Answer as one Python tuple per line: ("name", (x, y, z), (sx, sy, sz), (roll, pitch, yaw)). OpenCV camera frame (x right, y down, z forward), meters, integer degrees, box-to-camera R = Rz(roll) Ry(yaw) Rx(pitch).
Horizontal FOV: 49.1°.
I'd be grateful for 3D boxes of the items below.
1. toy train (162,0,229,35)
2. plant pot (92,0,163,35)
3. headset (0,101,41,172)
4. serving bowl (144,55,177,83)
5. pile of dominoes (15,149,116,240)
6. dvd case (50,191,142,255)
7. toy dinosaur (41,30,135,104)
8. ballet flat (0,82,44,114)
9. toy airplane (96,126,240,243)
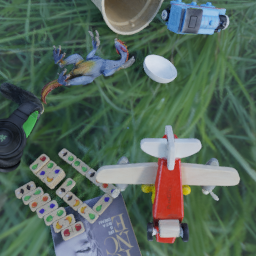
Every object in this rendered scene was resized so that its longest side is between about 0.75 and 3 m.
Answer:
("toy train", (2.279, -3.607, 9.287), (2.294, 0.994, 1.311), (-4, 34, -22))
("plant pot", (-0.430, -5.027, 9.875), (2.598, 2.598, 2.378), (-32, 55, -16))
("headset", (-3.240, 0.383, 6.957), (1.312, 1.724, 2.792), (31, 52, -6))
("serving bowl", (0.987, -1.843, 9.039), (1.140, 0.375, 1.140), (14, 48, -17))
("pile of dominoes", (-1.624, 1.564, 7.125), (2.286, 0.364, 1.782), (32, 64, 25))
("dvd case", (-0.699, 2.961, 6.615), (1.916, 0.206, 2.576), (-16, 63, -8))
("toy dinosaur", (-1.165, -2.049, 8.846), (2.549, 2.809, 1.475), (-15, 81, -51))
("ballet flat", (-3.253, -0.902, 8.676), (1.612, 0.458, 0.536), (32, 62, 9))
("toy airplane", (0.897, 1.148, 6.576), (2.527, 1.783, 2.516), (44, 100, -6))
